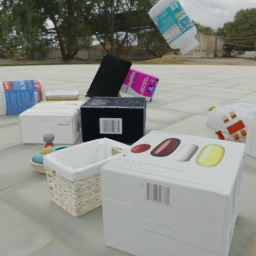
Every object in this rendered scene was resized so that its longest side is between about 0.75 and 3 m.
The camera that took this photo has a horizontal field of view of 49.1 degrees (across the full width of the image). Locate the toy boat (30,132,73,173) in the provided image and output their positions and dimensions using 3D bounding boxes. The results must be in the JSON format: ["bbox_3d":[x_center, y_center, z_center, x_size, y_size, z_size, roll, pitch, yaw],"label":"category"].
[{"bbox_3d":[-1.983,0.627,7.500,1.337,0.739,1.590,-9,19,-26],"label":"toy boat"}]

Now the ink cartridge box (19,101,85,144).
[{"bbox_3d":[-2.588,-0.274,10.069,1.756,1.014,2.414,0,16,1],"label":"ink cartridge box"}]

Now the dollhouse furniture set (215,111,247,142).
[{"bbox_3d":[3.399,0.076,9.293,0.941,0.951,0.490,-32,13,15],"label":"dollhouse furniture set"}]

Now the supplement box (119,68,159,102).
[{"bbox_3d":[0.207,-2.669,16.187,2.794,1.414,1.444,17,15,-6],"label":"supplement box"}]

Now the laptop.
[{"bbox_3d":[-1.205,-2.643,15.922,1.530,2.626,2.963,26,-1,-10],"label":"laptop"}]

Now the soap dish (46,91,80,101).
[{"bbox_3d":[-3.481,-1.537,14.921,1.795,0.729,1.412,-3,16,-7],"label":"soap dish"}]

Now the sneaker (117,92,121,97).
[{"bbox_3d":[-0.803,-1.929,16.383,1.152,0.702,1.764,3,26,19],"label":"sneaker"}]

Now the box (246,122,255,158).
[{"bbox_3d":[4.422,0.479,7.590,1.234,0.967,1.984,-8,18,-24],"label":"box"}]

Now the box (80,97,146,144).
[{"bbox_3d":[-0.414,-0.348,9.823,2.085,1.292,2.050,1,16,5],"label":"box"}]

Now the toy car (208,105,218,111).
[{"bbox_3d":[4.566,-0.857,13.323,1.422,0.317,1.338,4,16,14],"label":"toy car"}]

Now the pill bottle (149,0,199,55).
[{"bbox_3d":[1.539,-3.264,9.008,0.980,1.769,0.980,-35,9,6],"label":"pill bottle"}]

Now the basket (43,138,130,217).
[{"bbox_3d":[-0.757,0.960,5.863,1.656,1.021,1.122,-17,23,-42],"label":"basket"}]

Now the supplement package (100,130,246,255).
[{"bbox_3d":[0.852,1.073,4.713,1.864,1.434,1.950,8,20,26],"label":"supplement package"}]

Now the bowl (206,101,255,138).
[{"bbox_3d":[4.536,-0.413,10.856,2.380,0.890,2.384,-11,21,-30],"label":"bowl"}]

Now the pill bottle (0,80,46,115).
[{"bbox_3d":[-5.425,-1.444,13.191,2.757,1.547,1.547,-10,19,-30],"label":"pill bottle"}]
